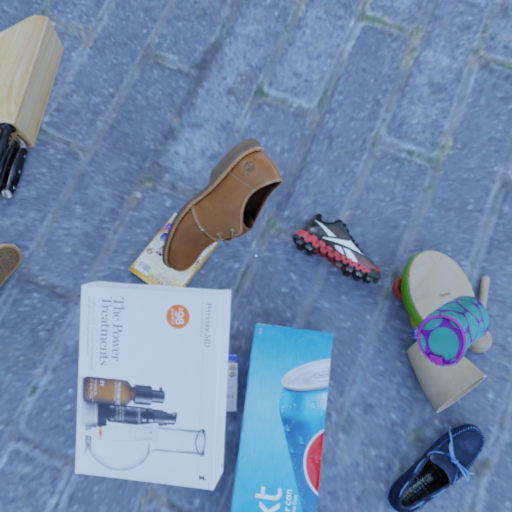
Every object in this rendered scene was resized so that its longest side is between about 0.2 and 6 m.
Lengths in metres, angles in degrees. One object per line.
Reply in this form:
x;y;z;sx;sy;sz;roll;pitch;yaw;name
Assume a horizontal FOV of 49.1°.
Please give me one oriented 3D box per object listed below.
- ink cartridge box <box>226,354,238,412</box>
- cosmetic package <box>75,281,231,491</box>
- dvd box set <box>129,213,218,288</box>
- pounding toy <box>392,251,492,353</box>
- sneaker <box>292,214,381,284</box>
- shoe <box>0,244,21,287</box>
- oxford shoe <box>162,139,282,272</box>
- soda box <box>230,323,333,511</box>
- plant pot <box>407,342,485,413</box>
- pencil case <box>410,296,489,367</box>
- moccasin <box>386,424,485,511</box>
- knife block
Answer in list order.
-0.665;2.396;10.608;0.635;0.223;1.065;1;76;0;ink cartridge box
-1.302;1.590;7.125;1.831;0.627;2.429;3;93;7;cosmetic package
-1.658;0.027;11.310;1.118;0.225;1.527;34;76;9;dvd box set
3.417;0.940;10.792;2.223;1.031;1.716;21;60;-24;pounding toy
1.719;-0.184;11.130;1.912;0.676;0.934;31;78;10;sneaker
-5.484;0.601;11.004;2.171;0.759;0.580;-47;35;-10;shoe
-0.589;-0.531;8.756;0.944;0.945;2.648;51;122;16;oxford shoe
0.402;3.379;9.728;1.416;1.340;4.175;7;74;2;soda box
3.391;2.072;10.346;1.101;1.101;1.176;-31;63;-9;plant pot
2.771;1.024;7.847;0.695;1.632;0.754;30;111;27;pencil case
3.297;3.840;9.904;2.140;0.730;0.861;-41;78;-11;moccasin
-5.082;-3.017;11.774;3.396;1.087;2.981;-34;77;-10;knife block
